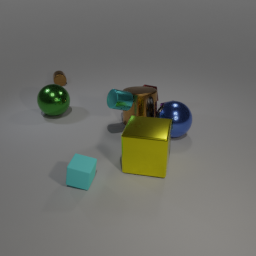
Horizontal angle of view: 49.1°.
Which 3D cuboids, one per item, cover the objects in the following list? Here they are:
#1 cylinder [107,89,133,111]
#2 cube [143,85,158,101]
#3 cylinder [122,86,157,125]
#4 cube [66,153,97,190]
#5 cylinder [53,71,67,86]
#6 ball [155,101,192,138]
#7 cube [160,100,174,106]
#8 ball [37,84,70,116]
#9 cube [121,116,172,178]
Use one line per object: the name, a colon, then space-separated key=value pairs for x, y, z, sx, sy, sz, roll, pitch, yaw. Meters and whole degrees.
cylinder: x=-0.289 y=-0.995 z=9.978 sx=0.700 sy=0.700 sz=0.700 roll=6 pitch=22 yaw=-36
cube: x=0.890 y=-1.503 z=12.846 sx=0.700 sy=0.700 sz=0.700 roll=5 pitch=-18 yaw=-30
cylinder: x=0.477 y=-0.870 z=11.398 sx=1.400 sy=1.400 sz=1.400 roll=-1 pitch=21 yaw=0
cube: x=-1.386 y=1.300 z=8.358 sx=0.700 sy=0.700 sz=0.700 roll=14 pitch=32 yaw=5
cylinder: x=-3.810 y=-2.763 z=15.609 sx=0.700 sy=0.700 sz=0.700 roll=-8 pitch=31 yaw=-14
ball: x=1.740 y=-0.336 z=10.672 sx=1.400 sy=1.400 sz=1.400 roll=0 pitch=30 yaw=0
cube: x=1.836 y=-0.685 z=11.979 sx=0.700 sy=0.700 sz=0.700 roll=-14 pitch=33 yaw=-23
ball: x=-3.227 y=-1.212 z=12.188 sx=1.400 sy=1.400 sz=1.400 roll=0 pitch=30 yaw=0
cube: x=0.625 y=0.561 z=9.044 sx=1.400 sy=1.400 sz=1.400 roll=5 pitch=29 yaw=11
